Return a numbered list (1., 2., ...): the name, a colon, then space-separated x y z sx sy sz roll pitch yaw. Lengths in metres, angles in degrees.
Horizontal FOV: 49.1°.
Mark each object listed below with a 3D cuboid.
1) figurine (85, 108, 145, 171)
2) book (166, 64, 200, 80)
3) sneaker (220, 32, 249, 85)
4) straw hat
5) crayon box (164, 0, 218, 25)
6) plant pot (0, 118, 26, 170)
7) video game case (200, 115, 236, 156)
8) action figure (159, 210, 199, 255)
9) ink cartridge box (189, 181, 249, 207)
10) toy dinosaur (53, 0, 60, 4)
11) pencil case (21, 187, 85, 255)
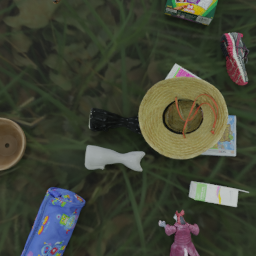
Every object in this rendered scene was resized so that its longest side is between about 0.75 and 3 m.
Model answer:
1. figurine: -0.328 0.413 8.816 1.864 0.822 1.910 6 83 -3
2. book: 1.932 -1.369 9.267 1.435 0.345 0.959 33 81 4
3. sneaker: 3.630 -2.308 9.186 0.686 0.741 1.838 -10 81 -4
4. straw hat: 1.738 -0.370 8.647 2.620 1.109 2.620 5 103 21
5. crayon box: 2.228 -4.466 9.615 1.646 0.480 1.420 16 82 2
6. plant pot: -3.914 0.524 8.777 1.600 0.738 1.600 0 82 1
7. video game case: 2.899 0.227 9.116 1.208 0.146 1.327 3 82 0
8. action figure: 1.543 3.275 8.182 1.157 1.286 1.727 -8 96 5
9. ink cartridge box: 2.716 2.011 8.475 1.535 0.899 0.517 9 83 2
10. toy dinosaur: -1.750 -3.763 7.462 0.455 0.604 0.890 14 85 1
11. pencil case: -2.369 3.222 8.133 1.154 1.285 2.958 18 80 35
